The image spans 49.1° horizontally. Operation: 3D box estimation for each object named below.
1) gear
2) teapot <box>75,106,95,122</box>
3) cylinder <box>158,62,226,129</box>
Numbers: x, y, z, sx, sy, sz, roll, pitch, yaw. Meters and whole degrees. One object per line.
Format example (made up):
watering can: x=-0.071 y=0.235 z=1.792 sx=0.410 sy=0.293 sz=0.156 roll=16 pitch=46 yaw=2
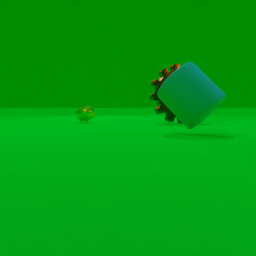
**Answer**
gear: x=1.667 y=-1.125 z=9.257 sx=1.895 sy=1.895 sz=0.350 roll=-1 pitch=1 yaw=-14
teapot: x=-1.505 y=-0.449 z=9.735 sx=1.059 sy=0.519 sz=0.659 roll=0 pitch=22 yaw=44
cylinder: x=1.279 y=-0.645 z=5.683 sx=0.983 sy=0.983 sz=0.983 roll=-38 pitch=-15 yaw=-12
